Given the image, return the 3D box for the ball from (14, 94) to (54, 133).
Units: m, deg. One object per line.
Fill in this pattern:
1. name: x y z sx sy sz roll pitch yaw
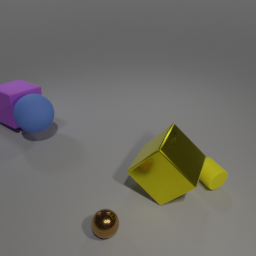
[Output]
1. ball: -3.382 -0.529 10.126 1.400 1.400 1.400 0 33 0

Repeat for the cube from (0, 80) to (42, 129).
1. cube: -4.419 -0.991 11.237 1.400 1.400 1.400 20 31 31

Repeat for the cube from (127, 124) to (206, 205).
1. cube: 1.108 1.020 7.896 1.400 1.400 1.400 45 39 -6

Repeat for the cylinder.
1. cylinder: 2.480 1.364 8.405 0.700 0.700 0.700 -16 38 -23

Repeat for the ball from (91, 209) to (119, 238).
1. ball: -0.566 2.367 6.961 0.700 0.700 0.700 0 33 0
